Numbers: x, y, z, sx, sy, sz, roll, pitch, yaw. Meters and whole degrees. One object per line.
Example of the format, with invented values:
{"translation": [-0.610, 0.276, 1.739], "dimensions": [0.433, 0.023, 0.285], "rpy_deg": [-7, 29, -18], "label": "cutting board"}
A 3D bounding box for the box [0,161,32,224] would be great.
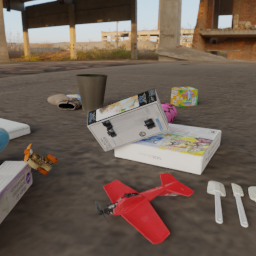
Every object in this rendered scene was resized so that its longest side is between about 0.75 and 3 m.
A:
{"translation": [-2.400, 1.358, 4.658], "dimensions": [0.588, 0.549, 2.837], "rpy_deg": [1, 17, 2], "label": "box"}

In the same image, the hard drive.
{"translation": [-4.686, 0.239, 8.691], "dimensions": [1.737, 0.346, 2.634], "rpy_deg": [10, 19, 31], "label": "hard drive"}

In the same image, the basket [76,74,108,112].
{"translation": [-1.576, -1.550, 12.413], "dimensions": [1.425, 1.581, 1.075], "rpy_deg": [4, 18, 17], "label": "basket"}

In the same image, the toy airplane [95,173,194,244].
{"translation": [0.365, 1.297, 5.188], "dimensions": [1.988, 0.366, 1.988], "rpy_deg": [1, 19, 0], "label": "toy airplane"}

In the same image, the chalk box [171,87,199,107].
{"translation": [2.877, -1.545, 13.676], "dimensions": [1.347, 0.835, 0.841], "rpy_deg": [-6, 19, -19], "label": "chalk box"}

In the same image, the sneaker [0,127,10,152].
{"translation": [-3.217, 0.710, 6.183], "dimensions": [1.577, 0.961, 2.416], "rpy_deg": [6, 27, 25], "label": "sneaker"}

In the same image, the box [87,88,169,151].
{"translation": [0.011, -0.158, 6.819], "dimensions": [1.756, 1.024, 0.528], "rpy_deg": [-18, 42, 12], "label": "box"}

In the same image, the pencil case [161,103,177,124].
{"translation": [1.113, -0.403, 9.919], "dimensions": [0.880, 0.853, 1.879], "rpy_deg": [20, 20, 18], "label": "pencil case"}

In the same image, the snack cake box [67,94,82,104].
{"translation": [-2.714, -1.433, 14.120], "dimensions": [0.615, 0.359, 1.069], "rpy_deg": [-6, 17, -22], "label": "snack cake box"}

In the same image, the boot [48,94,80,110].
{"translation": [-3.034, -1.167, 12.937], "dimensions": [1.668, 0.586, 1.220], "rpy_deg": [-1, 20, 2], "label": "boot"}

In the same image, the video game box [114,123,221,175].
{"translation": [1.162, 0.419, 7.733], "dimensions": [2.357, 0.552, 2.147], "rpy_deg": [9, 18, 28], "label": "video game box"}

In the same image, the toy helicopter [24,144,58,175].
{"translation": [-1.922, 0.661, 5.888], "dimensions": [0.715, 0.426, 1.080], "rpy_deg": [41, -5, -5], "label": "toy helicopter"}

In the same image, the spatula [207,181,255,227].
{"translation": [2.062, 1.424, 5.255], "dimensions": [1.107, 0.128, 1.592], "rpy_deg": [10, 20, 13], "label": "spatula"}
